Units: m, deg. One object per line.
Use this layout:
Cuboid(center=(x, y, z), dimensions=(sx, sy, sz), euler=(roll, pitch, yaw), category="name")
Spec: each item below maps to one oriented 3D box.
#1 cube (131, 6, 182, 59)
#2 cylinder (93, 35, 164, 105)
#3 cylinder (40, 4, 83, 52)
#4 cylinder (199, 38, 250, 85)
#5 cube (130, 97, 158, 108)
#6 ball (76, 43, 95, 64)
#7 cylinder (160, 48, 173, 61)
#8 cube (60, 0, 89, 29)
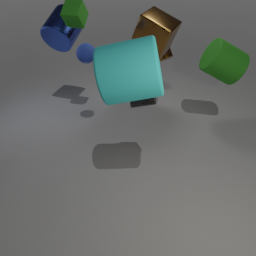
Cuboid(center=(1.136, -3.894, 11.535), dimensions=(1.400, 1.400, 1.400), euler=(32, 44, 6), category="cube")
Cuboid(center=(0.051, -1.334, 6.609), dimensions=(1.400, 1.400, 1.400), euler=(-9, 29, 10), category="cylinder")
Cuboid(center=(-2.763, -4.211, 11.862), dimensions=(1.400, 1.400, 1.400), euler=(12, 63, 20), category="cylinder")
Cuboid(center=(3.826, -2.648, 11.201), dimensions=(1.400, 1.400, 1.400), euler=(24, 27, -14), category="cylinder")
Cuboid(center=(0.410, -0.987, 7.697), dimensions=(0.700, 0.700, 0.700), euler=(-7, 12, 12), category="cube")
Cuboid(center=(-1.490, -2.655, 9.968), dimensions=(0.700, 0.700, 0.700), euler=(0, 30, 0), category="ball")
Cuboid(center=(1.875, -3.875, 14.379), dimensions=(0.700, 0.700, 0.700), euler=(-20, 4, 2), category="cylinder")
Cuboid(center=(-1.929, -4.137, 10.169), dimensions=(0.700, 0.700, 0.700), euler=(8, 73, 14), category="cube")
